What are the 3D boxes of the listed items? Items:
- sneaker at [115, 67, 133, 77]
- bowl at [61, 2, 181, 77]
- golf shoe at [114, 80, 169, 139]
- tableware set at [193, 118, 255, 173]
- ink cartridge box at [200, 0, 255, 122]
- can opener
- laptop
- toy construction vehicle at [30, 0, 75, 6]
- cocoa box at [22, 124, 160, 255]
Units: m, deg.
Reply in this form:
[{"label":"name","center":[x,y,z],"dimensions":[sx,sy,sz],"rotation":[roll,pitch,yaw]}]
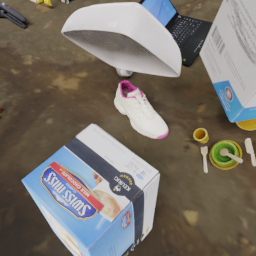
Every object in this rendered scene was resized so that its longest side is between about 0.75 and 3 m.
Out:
[{"label":"sneaker","center":[-0.560,-2.550,9.678],"dimensions":[1.097,1.000,2.676],"rotation":[-21,46,2]},{"label":"bowl","center":[-0.038,-1.609,5.034],"dimensions":[1.844,1.846,0.689],"rotation":[17,89,40]},{"label":"golf shoe","center":[0.331,-0.530,7.888],"dimensions":[0.785,0.954,2.084],"rotation":[-34,60,-25]},{"label":"tableware set","center":[2.877,0.098,6.861],"dimensions":[2.509,0.385,1.690],"rotation":[-15,58,26]},{"label":"ink cartridge box","center":[2.363,-1.541,4.799],"dimensions":[1.062,2.537,1.840],"rotation":[-9,64,-10]},{"label":"can opener","center":[-4.826,-4.703,11.445],"dimensions":[2.048,0.649,0.805],"rotation":[35,58,25]},{"label":"laptop","center":[1.606,-3.738,9.968],"dimensions":[2.548,1.316,2.258],"rotation":[26,68,26]},{"label":"toy construction vehicle","center":[-3.334,-6.210,12.621],"dimensions":[1.745,0.706,2.005],"rotation":[34,58,24]},{"label":"cocoa box","center":[-0.567,1.502,5.257],"dimensions":[1.628,2.441,1.602],"rotation":[35,60,26]}]
